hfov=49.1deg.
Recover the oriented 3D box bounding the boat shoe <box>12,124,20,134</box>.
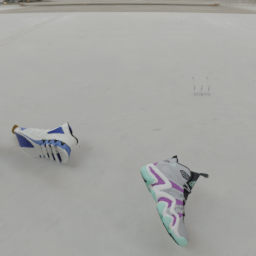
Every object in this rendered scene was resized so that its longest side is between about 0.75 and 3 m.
[{"bbox_3d":[-2.985,0.178,8.102,1.020,0.376,0.353,30,5,40],"label":"boat shoe"}]

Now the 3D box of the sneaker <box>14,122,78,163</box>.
[{"bbox_3d":[-2.014,0.296,7.408,1.750,0.707,1.010,14,37,23],"label":"sneaker"}]

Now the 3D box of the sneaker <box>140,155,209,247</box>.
[{"bbox_3d":[1.039,1.219,5.248,1.167,0.648,1.668,-23,58,-2],"label":"sneaker"}]

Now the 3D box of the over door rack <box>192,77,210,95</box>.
[{"bbox_3d":[2.902,-1.706,11.105,0.639,0.288,0.865,1,65,1],"label":"over door rack"}]
